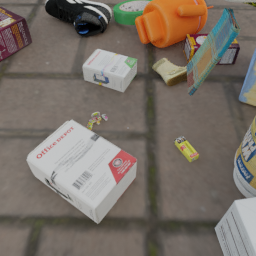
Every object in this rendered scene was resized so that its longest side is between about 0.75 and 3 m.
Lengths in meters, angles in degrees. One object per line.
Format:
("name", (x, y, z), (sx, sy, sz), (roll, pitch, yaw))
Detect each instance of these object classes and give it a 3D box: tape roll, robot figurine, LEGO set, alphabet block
("tape roll", (0.379, -4.895, 11.740), (1.961, 0.471, 1.961), (-4, 39, 3))
("robot figurine", (1.751, -4.085, 10.495), (2.951, 2.123, 1.721), (-28, 71, -22))
("LEGO set", (-0.997, -0.199, 8.177), (0.382, 0.309, 0.830), (34, 58, 25))
("alphabet block", (5.284, -2.113, 8.209), (2.843, 2.777, 2.792), (20, 55, 17))

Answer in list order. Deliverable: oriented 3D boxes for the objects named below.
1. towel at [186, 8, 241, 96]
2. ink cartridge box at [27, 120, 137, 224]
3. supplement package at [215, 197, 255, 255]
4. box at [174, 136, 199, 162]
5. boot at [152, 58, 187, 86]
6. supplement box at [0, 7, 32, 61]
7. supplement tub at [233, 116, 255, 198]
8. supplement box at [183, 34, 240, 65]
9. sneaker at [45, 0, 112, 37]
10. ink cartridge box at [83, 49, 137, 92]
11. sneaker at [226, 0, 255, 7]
("towel", (1.963, -1.847, 6.798), (0.204, 1.877, 1.376), (23, 41, -11))
("ink cartridge box", (-1.084, 0.975, 6.814), (2.142, 0.888, 1.572), (30, 56, 22))
("supplement package", (3.427, 2.420, 5.185), (2.749, 1.524, 2.141), (-6, 51, -6))
("box", (1.581, 0.562, 7.620), (0.284, 0.189, 0.755), (-22, 54, -18))
("boot", (1.650, -2.044, 9.617), (1.380, 0.502, 1.073), (-26, 53, -16))
("supplement box", (-5.031, -3.217, 10.169), (1.417, 1.100, 2.568), (30, 56, 23))
("supplement tub", (3.413, 0.564, 6.191), (1.717, 2.374, 1.717), (0, 49, -1))
("supplement box", (2.976, -2.843, 10.093), (1.725, 0.739, 0.952), (-3, 50, -2))
("sneaker", (-2.211, -4.517, 11.284), (2.883, 1.053, 1.613), (10, 50, 7))
("ink cartridge box", (-0.593, -1.962, 9.415), (1.526, 0.668, 1.108), (20, 52, 14))
("sneaker", (2.844, -3.163, 6.527), (2.152, 0.801, 0.910), (18, 9, 11))
